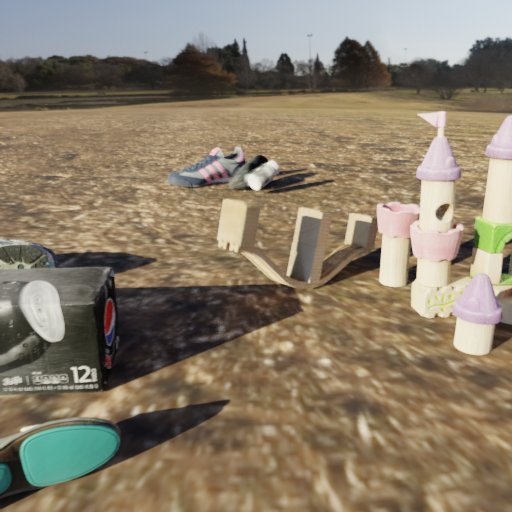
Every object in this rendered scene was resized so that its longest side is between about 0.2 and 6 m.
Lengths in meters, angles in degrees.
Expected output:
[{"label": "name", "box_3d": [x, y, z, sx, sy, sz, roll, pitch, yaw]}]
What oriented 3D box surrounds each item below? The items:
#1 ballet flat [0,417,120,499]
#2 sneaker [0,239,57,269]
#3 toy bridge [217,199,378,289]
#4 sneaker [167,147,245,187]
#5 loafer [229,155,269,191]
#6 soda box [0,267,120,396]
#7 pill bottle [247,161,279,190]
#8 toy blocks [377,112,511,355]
[{"label": "ballet flat", "box_3d": [-1.876, 1.553, 4.295, 1.619, 0.545, 0.516, -14, 20, -33]}, {"label": "sneaker", "box_3d": [-4.110, 0.122, 8.474, 2.209, 0.857, 0.953, 6, 6, -3]}, {"label": "toy bridge", "box_3d": [0.772, -0.122, 8.270, 0.469, 1.158, 3.444, 16, 10, 40]}, {"label": "sneaker", "box_3d": [-1.386, -2.533, 15.765, 2.451, 1.005, 0.860, -14, 28, -34]}, {"label": "loafer", "box_3d": [-0.137, -2.300, 15.539, 0.731, 0.736, 2.023, -24, 6, 28]}, {"label": "soda box", "box_3d": [-3.140, 0.780, 5.843, 3.215, 1.018, 1.138, -2, 18, -4]}, {"label": "pill bottle", "box_3d": [0.198, -2.085, 14.455, 0.819, 0.463, 0.463, -40, 38, -27]}, {"label": "toy blocks", "box_3d": [3.388, -0.496, 7.168, 2.886, 2.600, 3.088, -2, 18, -9]}]
